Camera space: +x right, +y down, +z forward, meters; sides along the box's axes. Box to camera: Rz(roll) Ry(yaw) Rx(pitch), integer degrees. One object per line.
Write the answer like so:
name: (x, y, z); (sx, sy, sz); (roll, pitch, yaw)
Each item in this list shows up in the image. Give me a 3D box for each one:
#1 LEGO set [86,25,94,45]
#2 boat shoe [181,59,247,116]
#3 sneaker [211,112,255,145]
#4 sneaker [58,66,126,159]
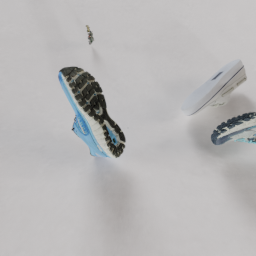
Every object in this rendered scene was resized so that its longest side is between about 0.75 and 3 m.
LEGO set: (-1.262, -3.160, 9.560); (0.258, 0.591, 0.910); (-12, 11, -7)
boat shoe: (2.566, -1.011, 8.106); (2.479, 0.892, 0.815); (-42, 106, -24)
sneaker: (3.266, 0.093, 6.901); (2.396, 0.930, 1.034); (-19, 93, -2)
sneaker: (-1.072, -0.254, 6.731); (1.112, 2.473, 0.969); (-15, 18, 34)
